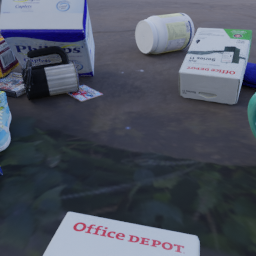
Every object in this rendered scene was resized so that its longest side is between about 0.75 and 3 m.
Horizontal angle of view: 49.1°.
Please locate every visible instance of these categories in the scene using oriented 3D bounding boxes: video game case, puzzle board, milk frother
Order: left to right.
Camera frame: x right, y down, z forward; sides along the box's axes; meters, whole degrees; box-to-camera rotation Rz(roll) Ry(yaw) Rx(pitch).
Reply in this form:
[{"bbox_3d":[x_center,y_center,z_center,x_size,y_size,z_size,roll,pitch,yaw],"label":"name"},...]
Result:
[{"bbox_3d":[-3.850,-1.494,9.372,1.611,0.205,1.456,13,33,22],"label":"video game case"},{"bbox_3d":[-2.211,-1.442,8.028,1.552,1.489,1.650,-13,39,-15],"label":"milk frother"},{"bbox_3d":[-1.438,-1.136,8.880,0.812,0.094,1.078,-25,39,-35],"label":"puzzle board"}]

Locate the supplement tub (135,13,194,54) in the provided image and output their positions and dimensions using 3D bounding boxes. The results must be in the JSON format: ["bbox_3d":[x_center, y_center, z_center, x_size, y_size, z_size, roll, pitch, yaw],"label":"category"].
[{"bbox_3d":[1.645,-4.246,12.655,2.271,1.646,1.646,-18,35,-27],"label":"supplement tub"}]

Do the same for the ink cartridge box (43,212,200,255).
[{"bbox_3d":[-0.195,1.942,2.316,1.388,1.381,1.910,7,31,13],"label":"ink cartridge box"}]

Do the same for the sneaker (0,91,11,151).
[{"bbox_3d":[-2.988,-0.254,6.204,0.618,1.014,1.553,-8,40,-16],"label":"sneaker"}]

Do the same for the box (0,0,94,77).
[{"bbox_3d":[-2.443,-2.898,9.179,2.465,2.680,1.406,0,71,0],"label":"box"}]

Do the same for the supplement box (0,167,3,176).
[{"bbox_3d":[-3.243,-0.102,4.643,1.265,1.273,2.325,-25,72,-18],"label":"supplement box"}]

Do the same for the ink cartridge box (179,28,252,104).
[{"bbox_3d":[2.707,-1.984,8.622,1.750,0.992,2.388,11,54,22],"label":"ink cartridge box"}]

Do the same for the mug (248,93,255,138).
[{"bbox_3d":[3.609,0.291,4.652,2.270,1.708,2.762,-13,36,-32],"label":"mug"}]

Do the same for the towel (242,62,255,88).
[{"bbox_3d":[3.918,-1.911,9.790,2.521,0.625,1.862,21,29,31],"label":"towel"}]

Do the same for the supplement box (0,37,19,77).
[{"bbox_3d":[-5.289,-2.449,9.881,2.223,1.147,1.455,-4,30,5],"label":"supplement box"}]
